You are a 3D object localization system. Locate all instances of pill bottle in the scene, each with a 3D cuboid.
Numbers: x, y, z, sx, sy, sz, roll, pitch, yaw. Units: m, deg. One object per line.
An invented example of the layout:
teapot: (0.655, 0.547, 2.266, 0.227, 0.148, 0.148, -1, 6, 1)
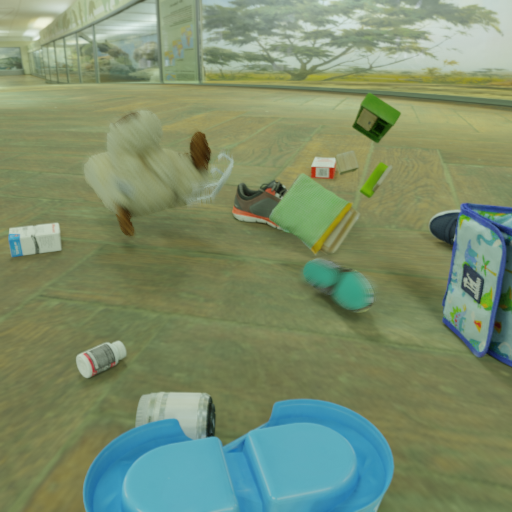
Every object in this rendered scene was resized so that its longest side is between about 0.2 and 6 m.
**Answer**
pill bottle: (-2.179, 1.442, 7.925, 0.351, 0.351, 0.635, 21, 31, 40)

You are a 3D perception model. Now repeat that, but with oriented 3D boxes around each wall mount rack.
wall mount rack: (-0.962, -1.550, 11.874, 0.475, 1.275, 1.107, 35, 66, -5)

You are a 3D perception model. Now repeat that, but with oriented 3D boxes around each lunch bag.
lunch bag: (3.890, 0.469, 8.043, 1.549, 2.066, 2.430, -17, 29, -37)

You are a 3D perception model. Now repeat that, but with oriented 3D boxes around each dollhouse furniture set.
dollhouse furniture set: (1.710, -1.594, 11.259, 1.547, 3.095, 1.195, 35, -5, 4)

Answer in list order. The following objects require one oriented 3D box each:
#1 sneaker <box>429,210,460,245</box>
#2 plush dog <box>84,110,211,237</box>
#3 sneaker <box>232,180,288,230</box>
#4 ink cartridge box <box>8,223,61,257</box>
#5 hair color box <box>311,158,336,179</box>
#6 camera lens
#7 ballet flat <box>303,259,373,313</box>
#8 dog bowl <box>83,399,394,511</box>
sneaker: (4.556, -0.325, 11.599, 2.329, 0.816, 1.263, 20, 28, 33)
plush dog: (-2.092, -1.625, 12.083, 2.357, 2.201, 2.744, -12, -14, -37)
sneaker: (0.564, -1.286, 13.601, 2.546, 1.042, 0.981, 8, 24, 19)
ink cartridge box: (-4.784, -0.356, 12.155, 1.027, 0.433, 0.750, -8, 24, -18)
hair color box: (2.206, -2.864, 18.243, 0.727, 0.419, 1.311, 4, 24, 11)
camera lens: (-0.897, 1.902, 6.396, 0.835, 0.668, 0.668, 1, 23, 2)
ballet flat: (1.534, 0.506, 9.595, 0.646, 0.646, 1.795, -12, 24, -27)
dog bowl: (-0.120, 2.277, 5.437, 2.918, 0.723, 1.626, -6, 23, -13)
